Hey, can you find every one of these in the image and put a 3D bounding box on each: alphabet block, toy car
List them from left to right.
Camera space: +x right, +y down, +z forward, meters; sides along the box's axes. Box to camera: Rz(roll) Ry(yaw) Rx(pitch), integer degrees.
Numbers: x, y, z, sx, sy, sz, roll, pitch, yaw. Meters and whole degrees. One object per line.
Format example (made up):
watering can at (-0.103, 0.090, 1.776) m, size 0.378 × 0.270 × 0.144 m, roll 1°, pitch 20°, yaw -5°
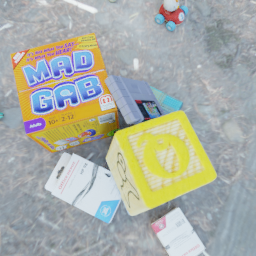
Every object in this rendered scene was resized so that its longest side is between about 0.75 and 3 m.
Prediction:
alphabet block at (0.858, 1.196, 8.879) m, size 2.385 × 2.429 × 2.373 m, roll -21°, pitch 74°, yaw -18°
toy car at (1.963, -5.246, 12.202) m, size 1.216 × 1.375 × 1.267 m, roll 36°, pitch 77°, yaw 10°

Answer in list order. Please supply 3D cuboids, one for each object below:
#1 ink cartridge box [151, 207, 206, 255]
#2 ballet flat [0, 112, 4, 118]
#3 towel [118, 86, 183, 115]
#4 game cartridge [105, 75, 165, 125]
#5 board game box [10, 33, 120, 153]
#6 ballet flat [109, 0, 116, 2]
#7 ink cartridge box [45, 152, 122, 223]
ink cartridge box at (1.749, 3.847, 9.939) m, size 1.199 × 0.698 × 1.646 m, roll -31°, pitch 75°, yaw -8°
ballet flat at (-5.811, -0.499, 11.342) m, size 1.643 × 0.553 × 0.578 m, roll 14°, pitch 99°, yaw 4°
towel at (0.956, -0.878, 11.539) m, size 2.241 × 0.243 × 1.643 m, roll 28°, pitch 75°, yaw 8°
game cartridge at (0.380, -0.895, 9.239) m, size 0.483 × 2.516 × 1.631 m, roll -38°, pitch 76°, yaw 26°
board game box at (-2.077, -1.090, 10.199) m, size 2.898 × 2.900 × 2.899 m, roll -16°, pitch 75°, yaw -5°
ballet flat at (-0.936, -6.566, 13.042) m, size 0.527 × 0.527 × 1.519 m, roll -28°, pitch 76°, yaw -8°
ink cartridge box at (-1.589, 2.093, 10.304) m, size 2.882 × 0.961 × 1.669 m, roll 24°, pitch 75°, yaw 7°
